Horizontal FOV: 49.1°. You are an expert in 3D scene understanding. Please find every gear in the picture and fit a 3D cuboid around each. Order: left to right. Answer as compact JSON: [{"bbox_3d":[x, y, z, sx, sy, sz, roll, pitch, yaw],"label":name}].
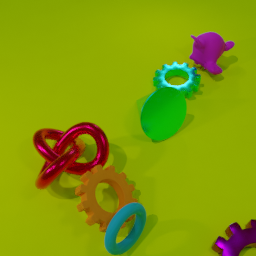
[{"bbox_3d":[-0.416,1.407,5.704,1.316,0.243,1.316,21,51,-27],"label":"gear"},{"bbox_3d":[1.429,-1.402,8.250,1.361,0.252,1.361,-4,53,5],"label":"gear"},{"bbox_3d":[2.457,2.659,5.156,1.839,0.340,1.839,0,52,0],"label":"gear"}]

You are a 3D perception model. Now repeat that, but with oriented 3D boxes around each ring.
[{"bbox_3d":[-0.028,1.908,5.305,0.211,1.055,1.055,23,54,38],"label":"ring"}]

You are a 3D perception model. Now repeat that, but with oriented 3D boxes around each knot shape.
[{"bbox_3d":[-1.260,0.517,6.282,1.722,0.850,1.841,-12,41,5],"label":"knot shape"}]

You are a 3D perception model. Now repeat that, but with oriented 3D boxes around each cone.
[{"bbox_3d":[0.576,-0.559,7.436,1.383,1.383,1.388,-27,30,-19],"label":"cone"}]

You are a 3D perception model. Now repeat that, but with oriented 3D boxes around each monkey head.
[{"bbox_3d":[2.527,-2.277,8.438,1.697,1.022,1.221,-2,44,-28],"label":"monkey head"}]
